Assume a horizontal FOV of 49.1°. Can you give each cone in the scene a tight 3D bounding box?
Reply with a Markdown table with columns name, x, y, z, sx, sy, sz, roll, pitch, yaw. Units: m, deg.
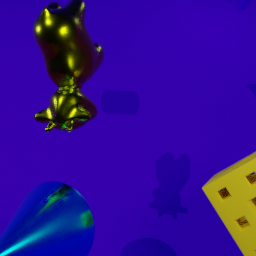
| name | x | y | z | sx | sy | sz | roll | pitch | yaw |
| --- | --- | --- | --- | --- | --- | --- | --- | --- | --- |
| cone | -1.171 | 1.295 | 3.196 | 1.174 | 1.179 | 1.174 | 0 | 90 | 20 |

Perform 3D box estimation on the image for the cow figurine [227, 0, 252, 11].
| name | x | y | z | sx | sy | sz | roll | pitch | yaw |
| --- | --- | --- | --- | --- | --- | --- | --- | --- | --- |
| cow figurine | 2.587 | -3.085 | 5.380 | 1.362 | 1.340 | 0.748 | -40 | 77 | -1 |

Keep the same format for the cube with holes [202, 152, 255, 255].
| name | x | y | z | sx | sy | sz | roll | pitch | yaw |
| --- | --- | --- | --- | --- | --- | --- | --- | --- | --- |
| cube with holes | 1.736 | 0.857 | 3.418 | 1.064 | 1.064 | 1.064 | -36 | 75 | 20 |

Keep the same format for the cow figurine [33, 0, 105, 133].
| name | x | y | z | sx | sy | sz | roll | pitch | yaw |
| --- | --- | --- | --- | --- | --- | --- | --- | --- | --- |
| cow figurine | -0.838 | -0.781 | 3.749 | 0.843 | 1.536 | 1.511 | -1 | 46 | 18 |
